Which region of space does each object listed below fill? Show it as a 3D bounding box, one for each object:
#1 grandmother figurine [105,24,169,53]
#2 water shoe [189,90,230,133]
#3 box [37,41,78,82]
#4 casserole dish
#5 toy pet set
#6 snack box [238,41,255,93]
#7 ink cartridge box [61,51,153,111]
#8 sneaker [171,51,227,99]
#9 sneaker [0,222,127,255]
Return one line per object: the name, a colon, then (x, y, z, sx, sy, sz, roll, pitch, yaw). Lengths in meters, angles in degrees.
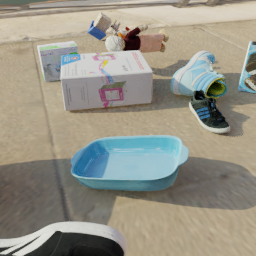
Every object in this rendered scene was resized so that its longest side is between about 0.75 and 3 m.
grandmother figurine: (0.286, -2.944, 9.861, 2.377, 1.441, 0.720, -12, 35, -32)
water shoe: (2.095, -0.464, 7.350, 0.573, 0.632, 1.602, -13, 37, -17)
box: (-2.323, -2.277, 9.511, 1.257, 1.109, 0.608, -12, 37, -18)
casserole dish: (0.018, 0.697, 5.510, 2.364, 0.459, 1.432, -3, 30, 20)
toy pet set: (-0.788, -4.251, 12.793, 1.842, 1.048, 1.973, 25, 30, -26)
snack box: (4.766, -1.649, 8.292, 2.554, 1.483, 0.474, 11, 35, 16)
ink cartridge box: (-0.665, -1.491, 8.417, 2.540, 1.075, 1.836, -5, 35, -9)
sneaker: (2.539, -1.598, 8.748, 1.535, 0.935, 2.351, 22, 50, 31)
sneaker: (-1.289, 2.051, 3.318, 2.600, 0.950, 1.455, -11, 30, 9)
